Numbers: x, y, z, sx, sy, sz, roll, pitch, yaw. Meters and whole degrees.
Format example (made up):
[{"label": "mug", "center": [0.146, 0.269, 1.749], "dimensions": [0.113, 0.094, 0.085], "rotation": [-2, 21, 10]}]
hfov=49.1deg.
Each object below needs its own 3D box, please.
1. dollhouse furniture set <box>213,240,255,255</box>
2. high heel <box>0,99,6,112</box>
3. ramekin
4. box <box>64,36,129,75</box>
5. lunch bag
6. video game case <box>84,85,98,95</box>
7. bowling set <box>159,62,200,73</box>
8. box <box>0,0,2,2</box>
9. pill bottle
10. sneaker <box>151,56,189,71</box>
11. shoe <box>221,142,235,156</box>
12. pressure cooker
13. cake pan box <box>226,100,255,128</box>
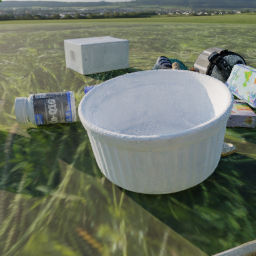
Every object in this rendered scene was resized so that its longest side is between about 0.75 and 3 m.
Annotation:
[{"label": "dollhouse furniture set", "center": [1.196, 1.611, 1.474], "dimensions": [2.842, 2.252, 2.017], "rotation": [-22, -17, 5]}, {"label": "high heel", "center": [-4.474, -0.384, 7.105], "dimensions": [1.646, 0.825, 2.309], "rotation": [19, 39, 24]}, {"label": "ramekin", "center": [0.529, -0.021, 5.364], "dimensions": [2.732, 1.332, 2.732], "rotation": [-6, 31, 4]}, {"label": "box", "center": [-1.494, -3.560, 13.520], "dimensions": [2.529, 1.345, 1.925], "rotation": [-15, 29, -30]}, {"label": "lunch bag", "center": [3.997, -0.941, 7.856], "dimensions": [1.842, 0.945, 2.292], "rotation": [16, 21, -20]}, {"label": "video game case", "center": [-0.258, -1.073, 9.173], "dimensions": [1.732, 0.434, 1.910], "rotation": [-13, 28, -28]}, {"label": "bowling set", "center": [1.705, -1.899, 9.727], "dimensions": [1.288, 0.994, 1.851], "rotation": [-37, 15, 17]}, {"label": "box", "center": [-3.804, -3.425, 7.425], "dimensions": [0.939, 0.227, 0.551], "rotation": [-20, 4, 3]}, {"label": "pill bottle", "center": [-2.158, -0.508, 7.439], "dimensions": [1.482, 0.843, 0.843], "rotation": [-6, 25, -11]}, {"label": "sneaker", "center": [1.684, -2.306, 11.542], "dimensions": [2.283, 0.999, 0.850], "rotation": [3, 53, -49]}, {"label": "shoe", "center": [1.766, 0.389, 6.101], "dimensions": [1.155, 0.308, 0.404], "rotation": [1, 24, 2]}, {"label": "pressure cooker", "center": [3.297, -2.043, 9.953], "dimensions": [1.526, 1.550, 1.735], "rotation": [-3, 24, -14]}, {"label": "cake pan box", "center": [2.666, -0.455, 7.882], "dimensions": [1.467, 0.384, 1.351], "rotation": [3, 22, 6]}]
